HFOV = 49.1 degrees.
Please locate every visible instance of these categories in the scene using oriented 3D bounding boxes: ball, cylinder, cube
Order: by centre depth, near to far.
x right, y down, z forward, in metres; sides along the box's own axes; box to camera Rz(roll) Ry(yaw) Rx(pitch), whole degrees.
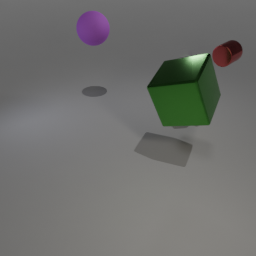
[{"bbox_3d":[1.589,-1.013,7.736,1.400,1.400,1.400,-1,40,35],"label":"cube"},{"bbox_3d":[3.221,-2.416,9.082,0.700,0.700,0.700,-30,41,-33],"label":"cylinder"},{"bbox_3d":[-1.480,-4.216,11.877,1.400,1.400,1.400,0,29,0],"label":"ball"}]
